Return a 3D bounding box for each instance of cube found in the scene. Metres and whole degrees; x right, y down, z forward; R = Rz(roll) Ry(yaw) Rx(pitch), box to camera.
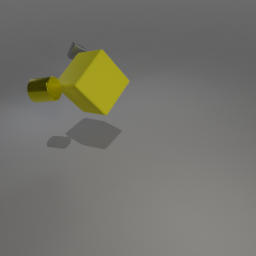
[{"bbox_3d":[-1.119,-1.399,8.725,1.400,1.400,1.400,11,64,50],"label":"cube"},{"bbox_3d":[-2.466,-3.634,13.557,0.700,0.700,0.700,22,17,-27],"label":"cube"}]

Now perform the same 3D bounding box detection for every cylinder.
[{"bbox_3d":[-2.384,-1.097,8.031,0.700,0.700,0.700,-2,30,22],"label":"cylinder"}]
